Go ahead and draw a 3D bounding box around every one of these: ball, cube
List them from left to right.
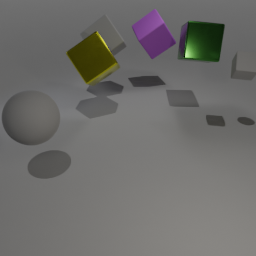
[{"bbox_3d":[-2.435,-0.258,7.096,1.400,1.400,1.400,0,29,0],"label":"ball"},{"bbox_3d":[-1.285,-2.603,10.791,1.400,1.400,1.400,-33,3,6],"label":"cube"},{"bbox_3d":[-1.054,-3.922,12.527,1.400,1.400,1.400,-34,4,8],"label":"cube"},{"bbox_3d":[1.239,-4.517,13.529,1.400,1.400,1.400,-32,47,16],"label":"cube"},{"bbox_3d":[2.869,-3.405,11.217,1.400,1.400,1.400,5,12,-1],"label":"cube"},{"bbox_3d":[3.874,-2.060,9.299,0.700,0.700,0.700,8,-12,8],"label":"cube"}]
